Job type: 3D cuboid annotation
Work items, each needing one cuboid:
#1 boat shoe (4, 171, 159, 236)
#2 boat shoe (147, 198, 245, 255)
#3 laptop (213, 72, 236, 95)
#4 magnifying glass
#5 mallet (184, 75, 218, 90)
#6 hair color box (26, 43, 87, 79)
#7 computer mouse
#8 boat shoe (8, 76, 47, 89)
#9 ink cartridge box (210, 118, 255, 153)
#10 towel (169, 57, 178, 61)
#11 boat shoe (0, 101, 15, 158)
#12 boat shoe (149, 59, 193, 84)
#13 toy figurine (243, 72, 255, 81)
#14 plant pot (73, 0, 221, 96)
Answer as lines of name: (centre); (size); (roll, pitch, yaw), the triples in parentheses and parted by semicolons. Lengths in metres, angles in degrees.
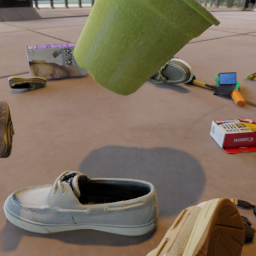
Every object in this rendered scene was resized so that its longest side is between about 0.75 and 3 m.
boat shoe: (-0.850, 1.210, 4.994); (2.809, 1.000, 0.980); (2, 29, 4)
boat shoe: (0.646, 2.071, 3.648); (0.942, 1.040, 2.919); (-22, 10, 45)
laptop: (3.575, -1.635, 10.369); (0.720, 0.420, 0.812); (10, 54, 51)
magnifying glass: (3.936, -1.487, 10.600); (1.003, 0.282, 2.520); (14, 33, -4)
mallet: (3.108, -1.786, 11.309); (1.774, 0.365, 0.584); (22, 31, 26)
hair color box: (-3.076, -2.935, 12.270); (2.454, 1.341, 0.795); (-8, 30, -13)
computer mouse: (1.889, 1.573, 5.031); (1.467, 0.338, 1.030); (4, 30, 7)
boat shoe: (-3.915, -1.741, 11.029); (1.460, 0.522, 0.436); (-3, 67, -31)
ink cartridge box: (2.947, 0.185, 7.440); (1.135, 0.476, 0.996); (-4, 30, -9)
towel: (1.834, -3.436, 14.261); (1.408, 0.342, 0.786); (10, 31, 16)
boat shoe: (-2.011, 0.039, 4.441); (0.359, 0.354, 0.965); (-8, 66, 3)
boat shoe: (1.351, -2.335, 11.570); (0.867, 1.037, 2.902); (-21, 29, -33)
toy figurine: (5.661, -2.074, 11.616); (0.731, 0.830, 1.386); (-42, 5, -36)
plant pot: (0.137, -1.990, 5.704); (2.477, 2.277, 2.477); (31, 27, -18)
